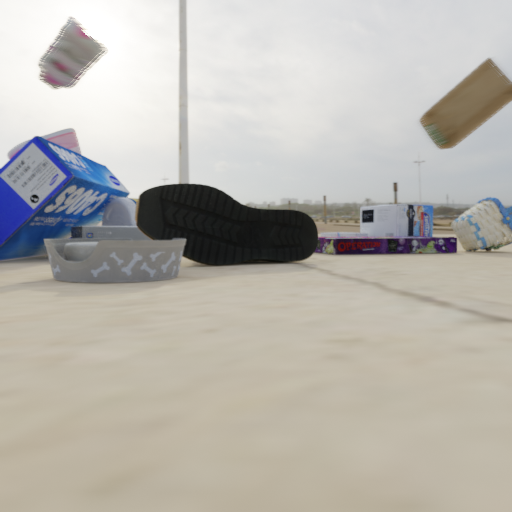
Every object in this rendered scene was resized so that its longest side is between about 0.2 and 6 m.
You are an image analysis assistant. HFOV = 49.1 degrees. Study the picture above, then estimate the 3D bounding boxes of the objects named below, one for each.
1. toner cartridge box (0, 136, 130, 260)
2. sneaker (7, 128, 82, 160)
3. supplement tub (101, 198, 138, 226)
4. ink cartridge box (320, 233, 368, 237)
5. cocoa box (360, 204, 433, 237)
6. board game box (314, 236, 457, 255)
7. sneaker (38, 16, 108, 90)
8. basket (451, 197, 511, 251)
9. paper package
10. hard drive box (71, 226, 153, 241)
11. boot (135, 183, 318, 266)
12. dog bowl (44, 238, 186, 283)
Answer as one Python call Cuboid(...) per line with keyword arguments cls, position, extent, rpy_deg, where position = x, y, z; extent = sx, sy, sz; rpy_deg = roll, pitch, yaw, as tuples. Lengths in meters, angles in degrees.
Cuboid(cls="toner cartridge box", position=(-3.919, -0.997, 10.940), extent=(2.073, 0.942, 4.365), rpy_deg=(-42, 3, 2))
Cuboid(cls="sneaker", position=(-4.232, -2.018, 11.340), extent=(1.426, 0.745, 0.537), rpy_deg=(-23, 1, -14))
Cuboid(cls="supplement tub", position=(-2.426, -0.666, 12.461), extent=(1.215, 1.215, 1.680), rpy_deg=(2, 4, 38))
Cuboid(cls="ink cartridge box", position=(2.357, -0.400, 14.923), extent=(1.065, 0.451, 0.769), rpy_deg=(3, 4, 34))
Cuboid(cls="cocoa box", position=(3.705, -0.767, 14.896), extent=(1.147, 1.166, 1.748), rpy_deg=(0, 2, -22))
Cuboid(cls="board game box", position=(2.797, -0.253, 12.783), extent=(2.953, 0.477, 1.773), rpy_deg=(-1, -1, -17))
Cuboid(cls="sneaker", position=(-3.293, -3.428, 9.872), extent=(0.837, 0.908, 2.059), rpy_deg=(38, -19, -20))
Cuboid(cls="basket", position=(5.686, -0.821, 13.287), extent=(1.763, 1.226, 1.554), rpy_deg=(-31, -3, 1))
Cuboid(cls="paper package", position=(4.000, -2.840, 10.748), extent=(1.593, 0.864, 1.671), rpy_deg=(-41, -1, 16))
Cuboid(cls="hard drive box", position=(-2.633, -0.269, 10.712), extent=(1.582, 0.607, 1.233), rpy_deg=(-1, 3, -26))
Cuboid(cls="boot", position=(-0.784, -0.334, 9.267), extent=(2.998, 1.161, 2.074), rpy_deg=(13, -9, -29))
Cuboid(cls="dog bowl", position=(-1.581, 0.028, 6.374), extent=(1.572, 0.461, 1.572), rpy_deg=(0, 3, 0))
